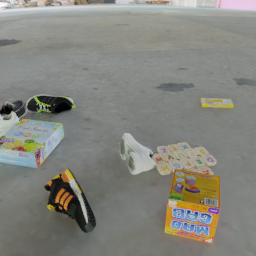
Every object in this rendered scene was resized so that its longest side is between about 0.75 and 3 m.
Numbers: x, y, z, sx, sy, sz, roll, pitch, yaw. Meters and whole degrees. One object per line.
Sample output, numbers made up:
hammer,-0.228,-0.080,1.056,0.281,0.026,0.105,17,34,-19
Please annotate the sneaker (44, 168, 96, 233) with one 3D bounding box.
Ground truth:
sneaker,-1.645,2.104,7.621,1.022,0.795,2.272,-28,39,-11

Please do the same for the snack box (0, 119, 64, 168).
snack box,-3.610,0.485,10.273,1.764,0.708,2.092,6,29,12

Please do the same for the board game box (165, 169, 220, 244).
board game box,1.670,1.971,7.232,1.205,1.204,1.204,8,31,14

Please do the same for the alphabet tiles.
alphabet tiles,1.931,1.103,9.768,2.094,0.153,2.048,-8,32,-14

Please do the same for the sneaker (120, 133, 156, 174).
sneaker,0.342,0.870,9.714,0.999,0.783,2.010,1,33,-21

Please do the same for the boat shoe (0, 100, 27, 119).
boat shoe,-5.151,-0.778,12.385,0.863,0.745,2.374,1,30,2

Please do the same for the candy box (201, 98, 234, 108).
candy box,4.341,-1.227,13.702,1.449,0.191,0.741,3,33,6

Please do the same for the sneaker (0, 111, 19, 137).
sneaker,-5.277,-0.016,10.766,2.177,1.084,0.815,-24,38,-32

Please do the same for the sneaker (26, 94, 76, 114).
sneaker,-3.549,-1.071,12.838,2.230,0.800,0.923,-7,31,-12
